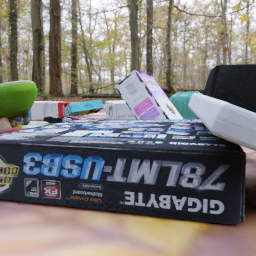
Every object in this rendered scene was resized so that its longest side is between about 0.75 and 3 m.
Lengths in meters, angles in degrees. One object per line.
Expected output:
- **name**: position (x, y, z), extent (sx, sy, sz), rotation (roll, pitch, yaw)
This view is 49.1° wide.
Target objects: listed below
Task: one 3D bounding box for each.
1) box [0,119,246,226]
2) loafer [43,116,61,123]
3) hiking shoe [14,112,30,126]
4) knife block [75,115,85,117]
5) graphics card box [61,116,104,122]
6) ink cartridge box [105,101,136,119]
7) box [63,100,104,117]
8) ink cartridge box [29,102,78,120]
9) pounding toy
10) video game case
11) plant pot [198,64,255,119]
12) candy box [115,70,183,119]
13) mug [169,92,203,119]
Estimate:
- **box**: position (-0.072, 0.304, 4.054), extent (2.962, 0.736, 2.940), rotation (1, 6, 13)
- **loafer**: position (-3.396, -0.347, 12.470), extent (0.829, 0.302, 0.300), rotation (8, -8, -37)
- **hiking shoe**: position (-4.408, -0.772, 10.513), extent (1.124, 1.493, 2.967), rotation (-1, 6, -10)
- **knife block**: position (-3.700, -0.920, 16.066), extent (1.998, 0.639, 1.754), rotation (2, 7, 15)
- **graphics card box**: position (-0.728, 0.037, 7.041), extent (1.325, 0.537, 2.112), rotation (3, 3, -32)
- **ink cartridge box**: position (-0.100, -0.861, 13.811), extent (1.604, 0.924, 2.198), rotation (-4, 9, -18)
- **box**: position (-1.699, -0.740, 10.757), extent (1.468, 0.361, 0.604), rotation (-12, -11, -41)
- **ink cartridge box**: position (-3.832, -0.887, 14.316), extent (2.742, 0.922, 1.593), rotation (1, 6, 5)
- **pounding toy**: position (-3.364, -0.107, 7.026), extent (2.712, 1.259, 2.094), rotation (-21, 3, 19)
- **video game case**: position (1.888, 0.181, 3.097), extent (2.364, 0.285, 2.593), rotation (22, 11, 5)
- **plant pot**: position (3.283, -0.798, 8.303), extent (2.296, 2.041, 2.301), rotation (1, 7, 10)
- **candy box**: position (0.609, -0.392, 6.203), extent (0.589, 1.647, 1.382), rotation (-37, -10, 19)
- **mug**: position (2.660, -1.000, 13.219), extent (2.228, 1.378, 1.831), rotation (5, 8, 41)
